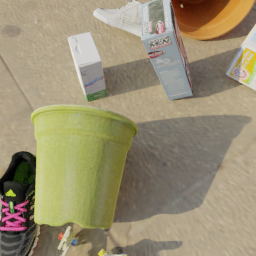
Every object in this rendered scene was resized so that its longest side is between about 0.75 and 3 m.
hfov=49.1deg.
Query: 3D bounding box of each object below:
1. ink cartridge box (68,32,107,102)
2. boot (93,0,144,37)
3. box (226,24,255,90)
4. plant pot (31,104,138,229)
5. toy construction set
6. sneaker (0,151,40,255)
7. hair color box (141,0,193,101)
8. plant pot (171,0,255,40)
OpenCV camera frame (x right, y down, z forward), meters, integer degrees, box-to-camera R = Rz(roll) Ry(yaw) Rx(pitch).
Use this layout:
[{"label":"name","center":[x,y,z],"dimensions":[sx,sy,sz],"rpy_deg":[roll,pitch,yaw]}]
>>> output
[{"label":"ink cartridge box","center":[-1.116,-1.683,7.857],"dimensions":[0.655,1.560,1.130],"rpy_deg":[-18,62,-8]},{"label":"boot","center":[-0.020,-3.782,9.175],"dimensions":[2.147,1.026,0.790],"rpy_deg":[22,30,1]},{"label":"box","center":[4.496,-1.749,7.810],"dimensions":[2.800,1.419,1.575],"rpy_deg":[32,70,12]},{"label":"plant pot","center":[-1.057,0.981,6.123],"dimensions":[2.428,2.428,2.232],"rpy_deg":[4,73,2]},{"label":"toy construction set","center":[-0.884,2.772,5.810],"dimensions":[1.626,0.749,1.066],"rpy_deg":[21,87,20]},{"label":"sneaker","center":[-2.467,1.660,6.198],"dimensions":[0.977,1.158,2.648],"rpy_deg":[2,61,1]},{"label":"hair color box","center":[1.087,-1.971,7.417],"dimensions":[0.762,2.513,1.244],"rpy_deg":[-11,58,19]},{"label":"plant pot","center":[2.395,-4.635,9.010],"dimensions":[2.877,2.877,2.013],"rpy_deg":[-2,44,-1]}]
